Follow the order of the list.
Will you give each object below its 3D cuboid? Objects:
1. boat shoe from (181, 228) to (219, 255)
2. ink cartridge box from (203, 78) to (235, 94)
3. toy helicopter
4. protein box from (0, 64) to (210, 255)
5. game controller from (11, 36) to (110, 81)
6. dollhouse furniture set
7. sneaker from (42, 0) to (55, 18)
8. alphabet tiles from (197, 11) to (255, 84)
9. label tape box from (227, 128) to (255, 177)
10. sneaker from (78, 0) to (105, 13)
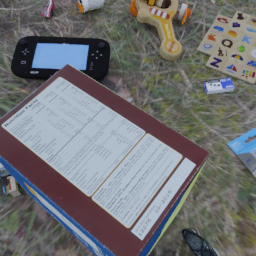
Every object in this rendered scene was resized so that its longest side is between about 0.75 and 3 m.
[{"bbox_3d":[1.307,2.175,5.114,0.351,0.311,0.938,-44,39,3],"label":"boat shoe"},{"bbox_3d":[2.479,-1.146,7.664,0.750,0.166,0.353,-7,59,-5],"label":"ink cartridge box"},{"bbox_3d":[1.218,-3.315,8.700,1.868,1.114,2.825,-5,69,-14],"label":"toy helicopter"},{"bbox_3d":[-0.502,0.909,4.886,2.706,2.686,1.826,34,64,19],"label":"protein box"},{"bbox_3d":[-1.878,-1.963,7.935,2.733,0.575,1.425,2,58,2],"label":"game controller"},{"bbox_3d":[-2.733,1.083,6.047,0.554,0.551,0.786,-18,60,-11],"label":"dollhouse furniture set"},{"bbox_3d":[-2.667,-4.051,9.371,0.319,0.344,0.854,0,59,3],"label":"sneaker"},{"bbox_3d":[3.573,-2.567,8.596,2.388,0.091,2.870,25,62,15],"label":"alphabet tiles"},{"bbox_3d":[3.313,0.626,6.345,1.208,0.530,1.676,-26,62,-15],"label":"label tape box"},{"bbox_3d":[-1.358,-4.776,9.673,0.933,0.768,2.029,-10,66,-15],"label":"sneaker"}]
